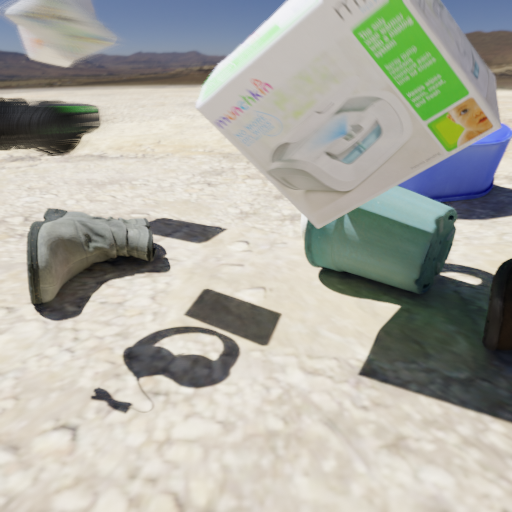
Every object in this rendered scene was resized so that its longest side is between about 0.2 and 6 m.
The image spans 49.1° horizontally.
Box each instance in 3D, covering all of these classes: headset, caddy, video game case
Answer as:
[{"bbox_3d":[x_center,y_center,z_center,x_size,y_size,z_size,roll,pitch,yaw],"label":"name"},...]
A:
[{"bbox_3d":[-2.739,-1.442,6.819,1.216,0.925,1.969,8,25,19],"label":"headset"},{"bbox_3d":[4.175,-2.547,13.812,3.975,2.087,2.810,-7,44,-20],"label":"caddy"},{"bbox_3d":[-2.817,-3.309,8.077,1.228,0.135,1.119,-1,-23,40],"label":"video game case"}]

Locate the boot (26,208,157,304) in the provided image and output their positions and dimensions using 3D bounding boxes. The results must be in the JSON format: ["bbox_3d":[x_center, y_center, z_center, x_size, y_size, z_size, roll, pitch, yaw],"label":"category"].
[{"bbox_3d":[-2.583,-0.148,9.149,1.917,0.994,2.935,2,22,-11],"label":"boot"}]

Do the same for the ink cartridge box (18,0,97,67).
[{"bbox_3d":[-4.073,-4.718,11.565,1.302,0.958,0.941,-27,-10,33],"label":"ink cartridge box"}]

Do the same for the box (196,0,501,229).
[{"bbox_3d":[1.074,-1.981,6.692,2.639,2.328,1.276,-28,31,36],"label":"box"}]

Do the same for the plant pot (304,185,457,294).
[{"bbox_3d":[1.987,-0.363,8.685,1.799,1.837,1.837,23,30,31],"label":"plant pot"}]

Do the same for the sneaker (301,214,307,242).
[{"bbox_3d":[1.557,-0.730,10.785,0.870,0.771,2.058,7,22,28],"label":"sneaker"}]

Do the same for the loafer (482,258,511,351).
[{"bbox_3d":[3.781,0.513,7.203,1.008,1.032,2.826,17,27,38],"label":"loafer"}]
